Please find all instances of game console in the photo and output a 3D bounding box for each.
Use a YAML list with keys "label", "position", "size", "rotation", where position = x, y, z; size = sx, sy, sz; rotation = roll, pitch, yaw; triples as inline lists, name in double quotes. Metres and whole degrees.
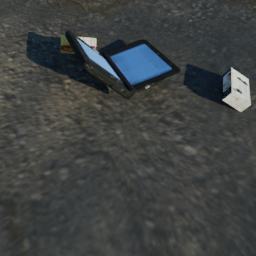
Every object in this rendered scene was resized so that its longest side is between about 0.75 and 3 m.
- label: "game console"
  position: [-0.264, -2.416, 8.917]
  size: [1.745, 2.636, 2.998]
  rotation: [-48, 40, 14]

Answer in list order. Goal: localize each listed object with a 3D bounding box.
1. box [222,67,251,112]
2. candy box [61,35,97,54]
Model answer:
- label: "box"
  position: [3.394, -1.221, 8.791]
  size: [0.778, 0.401, 1.333]
  rotation: [29, 47, -13]
- label: "candy box"
  position: [-1.836, -3.043, 10.340]
  size: [1.269, 0.740, 0.358]
  rotation: [2, 78, -14]
